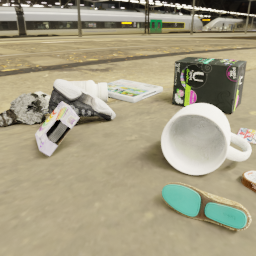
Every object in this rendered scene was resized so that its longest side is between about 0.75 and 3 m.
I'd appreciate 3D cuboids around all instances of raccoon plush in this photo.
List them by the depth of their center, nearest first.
[{"bbox_3d":[-4.145,-0.856,10.971,2.473,1.197,1.657,-5,15,-11],"label":"raccoon plush"}]

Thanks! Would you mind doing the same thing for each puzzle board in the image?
[{"bbox_3d":[4.161,0.260,9.490,0.837,0.097,1.111,12,26,28],"label":"puzzle board"}]

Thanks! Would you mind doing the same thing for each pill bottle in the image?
[{"bbox_3d":[-1.928,-1.544,12.455,1.992,1.139,1.139,-3,23,-7],"label":"pill bottle"}]

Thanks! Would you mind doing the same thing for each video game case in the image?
[{"bbox_3d":[-0.054,-1.983,14.628,2.846,0.313,2.595,17,28,34],"label":"video game case"}]

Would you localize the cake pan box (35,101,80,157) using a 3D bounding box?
[{"bbox_3d":[-2.185,-0.016,8.522,0.410,1.444,1.568,37,2,-29],"label":"cake pan box"}]

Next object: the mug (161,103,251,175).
[{"bbox_3d":[2.236,0.245,7.694,2.253,1.664,1.976,23,25,15],"label":"mug"}]

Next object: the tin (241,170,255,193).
[{"bbox_3d":[3.282,1.363,6.671,0.668,0.250,1.192,-8,23,-30],"label":"tin"}]

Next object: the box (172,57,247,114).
[{"bbox_3d":[3.556,-1.976,12.347,2.715,2.016,1.687,13,26,29],"label":"box"}]

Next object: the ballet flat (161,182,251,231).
[{"bbox_3d":[1.584,1.605,5.798,1.835,0.647,0.599,18,3,31],"label":"ballet flat"}]

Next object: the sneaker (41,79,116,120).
[{"bbox_3d":[-1.812,-0.588,10.311,2.705,1.540,1.021,27,13,-37],"label":"sneaker"}]
